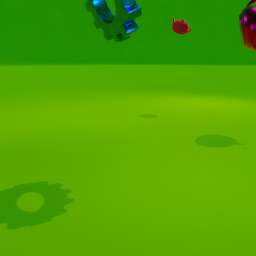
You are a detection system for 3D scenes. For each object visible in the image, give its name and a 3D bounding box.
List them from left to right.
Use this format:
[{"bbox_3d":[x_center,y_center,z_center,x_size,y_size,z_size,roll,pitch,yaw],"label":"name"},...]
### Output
[{"bbox_3d":[-0.313,-2.126,4.590,0.257,1.391,1.391,-30,26,-22],"label":"gear"},{"bbox_3d":[2.067,-4.025,11.022,0.673,0.530,1.082,-19,47,-37],"label":"teapot"},{"bbox_3d":[3.617,-2.752,7.743,0.937,1.914,1.190,-10,-19,21],"label":"teapot"}]
